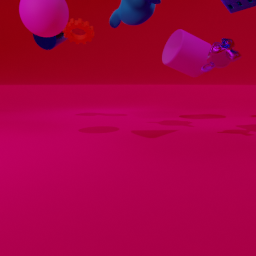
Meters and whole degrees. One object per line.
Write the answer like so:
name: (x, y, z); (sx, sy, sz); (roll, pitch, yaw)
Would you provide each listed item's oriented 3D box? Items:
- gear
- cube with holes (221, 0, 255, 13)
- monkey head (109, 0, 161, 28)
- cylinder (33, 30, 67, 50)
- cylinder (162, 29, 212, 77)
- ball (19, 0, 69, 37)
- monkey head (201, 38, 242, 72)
gear: (-1.729, -3.371, 9.825); (1.080, 0.200, 1.080); (1, -23, 0)
cube with holes: (2.703, -3.519, 6.352); (1.113, 1.113, 1.113); (43, 1, -18)
monkey head: (0.101, -3.373, 7.383); (1.734, 1.045, 1.248); (-11, -35, 43)
cylinder: (-2.759, -3.404, 10.057); (0.938, 0.938, 0.938); (4, 35, 22)
cylinder: (2.035, -2.563, 9.705); (1.259, 1.259, 1.259); (18, 3, -21)
ball: (-1.932, -2.681, 6.488); (1.093, 1.093, 1.093); (0, 10, 0)
monkey head: (2.279, -1.661, 6.584); (1.100, 0.663, 0.791); (-28, 54, -10)
